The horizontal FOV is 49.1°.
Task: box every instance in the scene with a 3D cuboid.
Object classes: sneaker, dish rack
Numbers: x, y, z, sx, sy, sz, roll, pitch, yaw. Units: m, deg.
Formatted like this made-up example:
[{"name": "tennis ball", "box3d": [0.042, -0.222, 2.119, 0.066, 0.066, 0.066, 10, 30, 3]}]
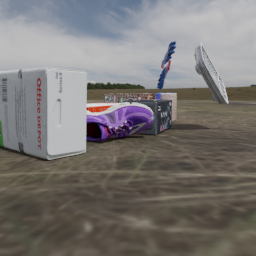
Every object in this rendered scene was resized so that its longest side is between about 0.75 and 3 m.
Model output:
[{"name": "sneaker", "box3d": [-0.469, 0.009, 7.736, 2.589, 1.044, 1.080, -11, 25, -13]}, {"name": "dish rack", "box3d": [2.888, -1.884, 9.961, 0.444, 2.039, 1.750, -24, 30, 27]}]

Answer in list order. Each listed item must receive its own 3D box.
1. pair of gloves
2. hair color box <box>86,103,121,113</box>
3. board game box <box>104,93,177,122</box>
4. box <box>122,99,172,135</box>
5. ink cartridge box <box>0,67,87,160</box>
[{"name": "pair of gloves", "box3d": [1.489, -2.402, 10.875, 0.208, 1.822, 1.465, 14, -22, -5]}, {"name": "hair color box", "box3d": [-1.031, -0.416, 10.063, 1.511, 0.912, 2.977, 4, 9, 32]}, {"name": "board game box", "box3d": [0.593, -0.887, 12.316, 2.618, 1.268, 2.087, 3, 8, 25]}, {"name": "box", "box3d": [0.706, -0.438, 9.631, 1.224, 1.062, 2.003, 3, 8, 22]}, {"name": "ink cartridge box", "box3d": [-2.082, -0.389, 6.390, 2.470, 1.803, 1.038, 8, 10, 41]}]
